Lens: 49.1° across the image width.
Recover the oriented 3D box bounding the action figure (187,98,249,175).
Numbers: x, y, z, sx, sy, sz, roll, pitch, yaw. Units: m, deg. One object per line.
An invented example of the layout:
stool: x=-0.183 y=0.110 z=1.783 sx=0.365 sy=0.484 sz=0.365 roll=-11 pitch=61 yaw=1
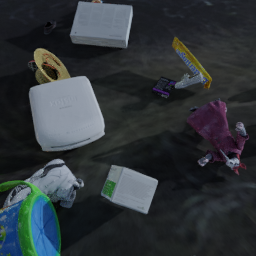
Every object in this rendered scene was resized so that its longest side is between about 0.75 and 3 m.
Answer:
action figure: x=2.582 y=0.339 z=7.993 sx=1.477 sy=1.642 sz=2.205 roll=-30 pitch=71 yaw=15

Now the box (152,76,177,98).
box: x=1.268 y=-1.431 z=9.763 sx=0.594 sy=0.150 sz=0.831 roll=23 pitch=56 yaw=17

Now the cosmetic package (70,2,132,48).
cosmetic package: x=-1.048 y=-4.205 z=11.396 sx=2.262 sy=0.584 sz=1.706 roll=7 pitch=69 yaw=6

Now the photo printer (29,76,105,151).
photo printer: x=-1.862 y=-0.422 z=8.509 sx=2.009 sy=0.838 sz=2.414 roll=-14 pitch=52 yaw=-11

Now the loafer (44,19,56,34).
loafer: x=-3.354 y=-4.422 z=12.029 sx=0.359 sy=0.315 sz=0.999 roll=8 pitch=52 yaw=6

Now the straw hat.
straw hat: x=-2.798 y=-1.864 z=9.698 sx=0.717 sy=1.695 sz=1.695 roll=-36 pitch=50 yaw=22

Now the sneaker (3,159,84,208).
sneaker: x=-2.039 y=1.670 z=6.920 sx=1.106 sy=0.723 sz=1.925 roll=31 pitch=54 yaw=25

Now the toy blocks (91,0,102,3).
toy blocks: x=-1.140 y=-5.364 z=12.621 sx=1.242 sy=0.541 sz=1.490 roll=11 pitch=54 yaw=8

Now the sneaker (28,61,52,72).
sneaker: x=-3.073 y=-2.348 z=10.371 sx=1.179 sy=0.454 sz=0.501 roll=-3 pitch=43 yaw=-14

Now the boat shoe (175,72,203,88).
boat shoe: x=1.971 y=-1.624 z=9.250 sx=0.953 sy=0.406 sz=0.352 roll=-14 pitch=29 yaw=21

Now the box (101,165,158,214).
box: x=0.014 y=1.417 z=6.596 sx=0.949 sy=0.945 sz=0.813 roll=25 pitch=78 yaw=-16

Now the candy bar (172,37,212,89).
candy bar: x=2.229 y=-2.270 z=9.795 sx=0.244 sy=0.549 sz=2.203 roll=-27 pitch=70 yaw=-15

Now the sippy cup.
sippy cup: x=-2.458 y=2.358 z=5.940 sx=1.572 sy=1.684 sz=2.145 roll=-16 pitch=35 yaw=2
